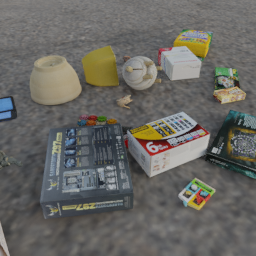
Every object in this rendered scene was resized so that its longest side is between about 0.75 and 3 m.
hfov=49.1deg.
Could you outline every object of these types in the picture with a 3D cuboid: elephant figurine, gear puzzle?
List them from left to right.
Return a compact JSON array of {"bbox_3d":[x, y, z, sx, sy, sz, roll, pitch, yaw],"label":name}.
[{"bbox_3d":[-3.710,0.930,8.103,0.757,0.976,0.690,25,68,44],"label":"elephant figurine"},{"bbox_3d":[-1.131,-0.263,10.319,1.462,0.191,0.757,4,37,5],"label":"gear puzzle"}]

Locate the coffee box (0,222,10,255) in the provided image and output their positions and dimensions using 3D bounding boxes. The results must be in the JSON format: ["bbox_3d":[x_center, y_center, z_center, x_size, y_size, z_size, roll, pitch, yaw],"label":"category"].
[{"bbox_3d":[-3.168,2.820,5.507,1.562,1.103,2.763,-20,41,-24],"label":"coffee box"}]

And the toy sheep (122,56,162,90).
[{"bbox_3d":[0.520,-2.323,11.792,1.553,1.553,2.252,22,5,26],"label":"toy sheep"}]

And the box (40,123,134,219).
[{"bbox_3d":[-1.156,1.048,7.965,2.291,0.741,2.906,-5,38,-7],"label":"box"}]

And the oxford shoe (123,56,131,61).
[{"bbox_3d":[0.011,-3.494,14.498,0.823,0.294,0.300,27,50,30],"label":"oxford shoe"}]

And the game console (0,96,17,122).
[{"bbox_3d":[-4.771,-0.701,10.579,0.984,0.582,0.840,-13,38,-16],"label":"game console"}]

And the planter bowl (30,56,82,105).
[{"bbox_3d":[-3.115,-2.128,11.679,2.140,1.440,2.140,-2,36,2],"label":"planter bowl"}]

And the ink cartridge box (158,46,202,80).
[{"bbox_3d":[2.448,-3.165,13.594,1.468,0.834,2.015,-7,38,-9],"label":"ink cartridge box"}]

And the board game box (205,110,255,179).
[{"bbox_3d":[3.921,0.458,9.206,1.910,0.398,2.824,20,41,24],"label":"board game box"}]

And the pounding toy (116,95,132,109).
[{"bbox_3d":[-0.153,-0.987,11.264,0.475,0.476,0.830,-9,17,37],"label":"pounding toy"}]

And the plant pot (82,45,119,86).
[{"bbox_3d":[-1.295,-2.696,12.631,1.440,1.407,1.398,-13,39,-6],"label":"plant pot"}]

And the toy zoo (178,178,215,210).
[{"bbox_3d":[1.843,1.826,7.650,0.658,0.103,1.003,29,46,32],"label":"toy zoo"}]

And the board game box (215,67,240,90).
[{"bbox_3d":[4.559,-2.264,12.935,1.057,0.237,2.018,7,38,12],"label":"board game box"}]

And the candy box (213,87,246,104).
[{"bbox_3d":[4.225,-1.377,11.686,1.113,0.308,0.642,-11,38,-14],"label":"candy box"}]

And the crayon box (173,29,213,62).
[{"bbox_3d":[3.635,-4.716,15.726,1.782,0.731,2.834,13,40,17],"label":"crayon box"}]

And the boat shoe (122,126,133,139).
[{"bbox_3d":[-0.481,0.104,9.654,1.457,0.413,0.500,-6,38,-7],"label":"boat shoe"}]

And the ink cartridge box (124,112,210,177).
[{"bbox_3d":[1.126,0.328,8.959,2.142,0.898,1.880,-18,40,-22],"label":"ink cartridge box"}]
